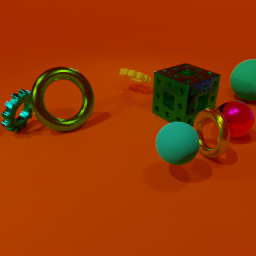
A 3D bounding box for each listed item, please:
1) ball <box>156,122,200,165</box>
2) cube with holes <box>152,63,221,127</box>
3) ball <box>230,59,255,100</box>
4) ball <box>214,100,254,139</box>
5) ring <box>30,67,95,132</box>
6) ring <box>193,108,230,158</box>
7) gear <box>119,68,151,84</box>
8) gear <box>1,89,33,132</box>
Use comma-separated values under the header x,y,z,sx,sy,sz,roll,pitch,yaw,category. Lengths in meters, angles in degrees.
x,y,z,sx,sy,sz,roll,pitch,yaw,category
0.999,0.311,5.648,0.873,0.873,0.873,0,31,0,ball
1.628,-0.958,8.041,1.300,1.300,1.300,-21,37,-31,cube with holes
3.959,-1.535,8.963,1.299,1.299,1.299,0,31,0,ball
2.687,-0.216,7.126,0.970,0.970,0.970,0,31,0,ball
-1.696,-0.759,7.426,1.718,1.718,0.344,-18,11,-27,ring
1.876,0.115,6.403,0.231,1.153,1.153,-6,31,-22,ring
0.249,-1.783,9.710,1.094,0.202,1.094,17,2,-1,gear
-2.838,-0.450,7.341,0.212,1.146,1.146,24,36,8,gear
